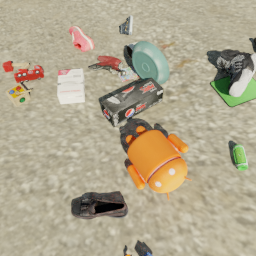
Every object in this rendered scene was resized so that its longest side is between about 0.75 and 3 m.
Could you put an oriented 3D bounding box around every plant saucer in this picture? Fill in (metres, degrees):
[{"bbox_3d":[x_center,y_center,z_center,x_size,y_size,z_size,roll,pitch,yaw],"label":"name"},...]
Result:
[{"bbox_3d":[0.857,-2.708,12.134,2.108,2.108,0.379,38,63,24],"label":"plant saucer"}]

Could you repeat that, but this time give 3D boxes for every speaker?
[{"bbox_3d":[4.206,1.099,10.491,0.419,0.419,0.946,1,54,1],"label":"speaker"}]

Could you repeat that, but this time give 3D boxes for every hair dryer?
[{"bbox_3d":[-0.987,-3.018,12.969,1.611,0.575,2.115,9,23,-19],"label":"hair dryer"}]

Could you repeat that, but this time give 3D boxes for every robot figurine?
[{"bbox_3d":[1.020,1.114,9.776,1.908,1.547,2.652,-21,57,-26],"label":"robot figurine"}]

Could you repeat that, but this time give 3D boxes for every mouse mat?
[{"bbox_3d":[5.033,-1.815,12.781,2.105,0.079,1.694,-19,57,-14],"label":"mouse mat"}]

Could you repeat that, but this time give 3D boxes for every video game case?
[{"bbox_3d":[0.080,-2.601,13.308,1.087,0.095,0.777,-19,55,-13],"label":"video game case"}]

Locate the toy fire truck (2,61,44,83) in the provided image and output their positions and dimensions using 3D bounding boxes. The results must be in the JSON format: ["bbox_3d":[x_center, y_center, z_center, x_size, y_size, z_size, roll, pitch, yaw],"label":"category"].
[{"bbox_3d":[-4.921,-2.719,13.195,1.776,0.433,1.252,-14,56,-10],"label":"toy fire truck"}]

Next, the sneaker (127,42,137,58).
[{"bbox_3d":[1.074,-3.297,13.241,1.187,1.021,2.804,-25,57,-14],"label":"sneaker"}]

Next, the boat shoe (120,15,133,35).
[{"bbox_3d":[-0.086,-5.635,15.223,0.645,0.503,1.421,4,57,-3],"label":"boat shoe"}]

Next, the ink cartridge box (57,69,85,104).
[{"bbox_3d":[-2.508,-1.850,12.437,1.111,0.647,1.534,-6,55,-3],"label":"ink cartridge box"}]

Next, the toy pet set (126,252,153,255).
[{"bbox_3d":[0.388,4.138,8.406,0.868,0.494,0.930,-47,57,11],"label":"toy pet set"}]

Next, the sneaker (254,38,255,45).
[{"bbox_3d":[6.778,-4.027,14.069,0.709,0.594,1.563,-22,55,-8],"label":"sneaker"}]

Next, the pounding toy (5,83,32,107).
[{"bbox_3d":[-4.692,-1.470,12.168,0.847,0.654,0.921,-37,62,-23],"label":"pounding toy"}]

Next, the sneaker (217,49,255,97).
[{"bbox_3d":[4.728,-2.585,12.701,1.707,1.132,3.000,26,53,22],"label":"sneaker"}]

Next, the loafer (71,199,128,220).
[{"bbox_3d":[-0.950,2.617,9.276,1.929,0.608,0.693,1,54,0],"label":"loafer"}]

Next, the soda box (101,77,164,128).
[{"bbox_3d":[0.209,-1.113,11.790,2.591,0.821,0.917,-29,56,-19],"label":"soda box"}]

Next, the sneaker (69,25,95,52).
[{"bbox_3d":[-2.572,-4.563,14.337,0.855,0.726,1.970,-35,62,-21],"label":"sneaker"}]
